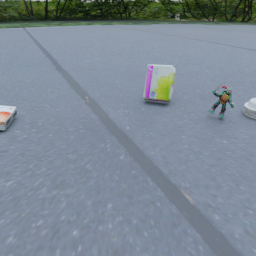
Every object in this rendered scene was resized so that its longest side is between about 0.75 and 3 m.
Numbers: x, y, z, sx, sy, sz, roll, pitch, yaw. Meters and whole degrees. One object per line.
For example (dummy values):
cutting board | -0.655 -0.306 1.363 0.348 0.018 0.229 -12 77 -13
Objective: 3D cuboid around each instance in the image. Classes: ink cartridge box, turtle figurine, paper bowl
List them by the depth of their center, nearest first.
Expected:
ink cartridge box | -4.408 -0.399 8.846 1.442 0.361 1.169 9 27 -7
turtle figurine | 3.111 -0.907 9.094 0.838 1.119 0.563 37 42 25
paper bowl | 4.532 -0.688 9.620 1.024 0.533 1.024 1 26 -1

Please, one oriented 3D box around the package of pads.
package of pads | 1.206 -1.700 10.629 1.067 1.381 0.471 7 -1 19
